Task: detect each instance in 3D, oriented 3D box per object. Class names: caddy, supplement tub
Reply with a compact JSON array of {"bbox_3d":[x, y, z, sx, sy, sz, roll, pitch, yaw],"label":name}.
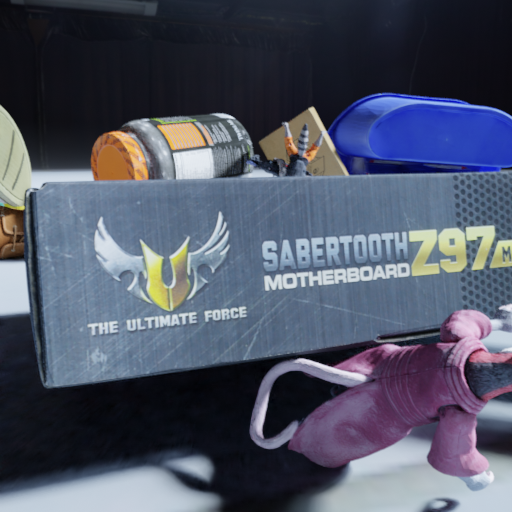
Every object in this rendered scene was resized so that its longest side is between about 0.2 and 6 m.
[{"bbox_3d":[2.912,-1.540,9.982,3.569,2.523,1.873,2,14,-11],"label":"caddy"},{"bbox_3d":[-1.354,-1.537,9.319,1.513,1.513,2.469,10,20,43],"label":"supplement tub"}]

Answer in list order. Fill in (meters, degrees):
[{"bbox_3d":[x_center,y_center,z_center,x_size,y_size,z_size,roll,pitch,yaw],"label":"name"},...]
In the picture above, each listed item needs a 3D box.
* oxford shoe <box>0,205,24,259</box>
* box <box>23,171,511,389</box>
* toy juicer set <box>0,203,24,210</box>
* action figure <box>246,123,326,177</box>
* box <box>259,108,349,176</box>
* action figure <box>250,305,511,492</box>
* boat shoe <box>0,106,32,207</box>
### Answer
[{"bbox_3d":[-3.697,-0.346,8.411,0.862,0.862,2.418,12,14,29],"label":"oxford shoe"},{"bbox_3d":[0.331,0.021,4.572,4.035,1.029,3.182,-4,-1,-20],"label":"box"},{"bbox_3d":[-5.996,-1.217,12.849,3.091,0.841,1.966,3,11,16],"label":"toy juicer set"},{"bbox_3d":[0.431,-1.330,7.806,1.057,1.022,0.553,11,4,-11],"label":"action figure"},{"bbox_3d":[0.805,-1.499,9.132,1.179,1.442,0.153,-26,3,41],"label":"box"},{"bbox_3d":[0.739,0.564,2.661,0.985,0.886,1.323,24,-32,-22],"label":"action figure"},{"bbox_3d":[-4.027,-1.621,7.325,1.053,1.150,3.078,-3,-25,5],"label":"boat shoe"}]
